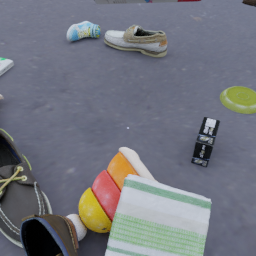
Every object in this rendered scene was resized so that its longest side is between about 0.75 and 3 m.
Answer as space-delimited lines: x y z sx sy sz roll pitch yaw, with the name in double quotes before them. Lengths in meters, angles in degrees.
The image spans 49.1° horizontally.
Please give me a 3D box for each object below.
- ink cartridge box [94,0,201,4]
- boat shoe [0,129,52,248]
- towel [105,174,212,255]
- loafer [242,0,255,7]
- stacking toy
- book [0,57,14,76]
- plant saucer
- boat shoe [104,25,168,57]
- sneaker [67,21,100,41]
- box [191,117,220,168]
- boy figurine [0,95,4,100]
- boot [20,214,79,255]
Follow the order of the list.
"ink cartridge box" 0.473 -4.334 6.892 2.918 2.154 1.249 -1 7 4
"boat shoe" -2.477 1.063 5.714 1.062 0.897 2.978 -27 50 -25
"towel" 0.407 1.932 4.313 1.567 0.322 2.101 19 74 -10
"loafer" 2.549 -3.065 5.884 0.427 0.440 1.204 3 62 5
"stacking toy" -0.399 1.463 5.299 2.028 1.482 1.482 -35 51 -7
"book" -4.630 -1.919 9.318 0.940 0.338 1.407 15 44 11
"plant saucer" 3.372 -0.888 8.284 1.244 0.193 1.244 0 43 0
"boat shoe" 0.276 -3.375 10.402 2.509 0.858 0.937 16 46 16
"sneaker" -1.657 -3.772 11.035 0.952 0.580 1.458 22 49 24
"box" 1.829 0.318 6.608 0.396 0.753 0.920 16 47 16
"boy figurine" -4.194 -0.735 7.768 1.375 0.713 2.212 -22 50 -18
"boot" -0.992 2.290 4.016 0.849 1.102 2.273 -29 61 -2
